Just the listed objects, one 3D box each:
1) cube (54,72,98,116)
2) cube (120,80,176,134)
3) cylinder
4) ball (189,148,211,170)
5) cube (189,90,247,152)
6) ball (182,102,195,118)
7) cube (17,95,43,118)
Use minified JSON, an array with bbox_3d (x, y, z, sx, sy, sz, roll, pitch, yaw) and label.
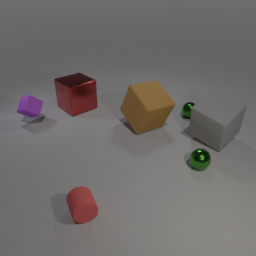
[{"bbox_3d":[-2.385,-1.587,12.936,1.400,1.400,1.400,-24,38,-34],"label":"cube"},{"bbox_3d":[0.751,-0.853,11.187,1.400,1.400,1.400,-15,58,-32],"label":"cube"},{"bbox_3d":[-1.230,2.047,7.500,0.700,0.700,0.700,-13,33,-21],"label":"cylinder"},{"bbox_3d":[2.381,1.022,9.220,0.700,0.700,0.700,0,31,0],"label":"ball"},{"bbox_3d":[3.257,-0.294,10.312,1.400,1.400,1.400,-37,53,-27],"label":"cube"},{"bbox_3d":[2.715,-0.790,12.287,0.700,0.700,0.700,0,31,0],"label":"ball"},{"bbox_3d":[-4.102,-0.892,11.729,0.700,0.700,0.700,-7,-24,41],"label":"cube"}]
